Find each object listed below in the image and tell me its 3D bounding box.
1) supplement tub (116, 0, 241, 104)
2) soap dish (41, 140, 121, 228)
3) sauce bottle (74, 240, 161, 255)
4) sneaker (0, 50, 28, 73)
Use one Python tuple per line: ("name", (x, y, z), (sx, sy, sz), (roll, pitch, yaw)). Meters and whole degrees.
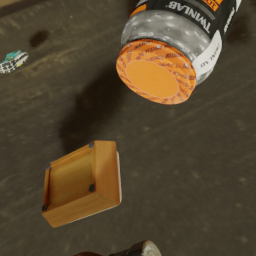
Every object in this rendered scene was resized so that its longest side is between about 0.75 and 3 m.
("supplement tub", (0.930, -1.838, 4.853), (1.629, 1.629, 2.659), (22, 68, 10))
("soap dish", (-0.913, 1.020, 5.285), (1.619, 0.657, 1.273), (-27, 48, 26))
("sauce bottle", (-0.789, 2.151, 3.609), (2.675, 0.865, 0.865), (-28, 64, 21))
("sneaker", (-3.061, -1.754, 7.346), (0.373, 0.363, 0.937), (33, 54, 15))
